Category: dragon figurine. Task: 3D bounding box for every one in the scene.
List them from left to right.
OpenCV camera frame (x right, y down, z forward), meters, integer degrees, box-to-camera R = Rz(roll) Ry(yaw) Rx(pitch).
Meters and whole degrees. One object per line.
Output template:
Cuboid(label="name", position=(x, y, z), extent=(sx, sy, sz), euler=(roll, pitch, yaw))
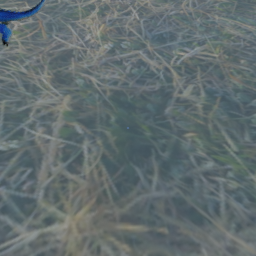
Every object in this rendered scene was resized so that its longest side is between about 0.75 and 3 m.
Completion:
Cuboid(label="dragon figurine", position=(-2.564, -1.876, 4.548), extent=(2.431, 1.209, 0.716), euler=(-13, 66, 19))
